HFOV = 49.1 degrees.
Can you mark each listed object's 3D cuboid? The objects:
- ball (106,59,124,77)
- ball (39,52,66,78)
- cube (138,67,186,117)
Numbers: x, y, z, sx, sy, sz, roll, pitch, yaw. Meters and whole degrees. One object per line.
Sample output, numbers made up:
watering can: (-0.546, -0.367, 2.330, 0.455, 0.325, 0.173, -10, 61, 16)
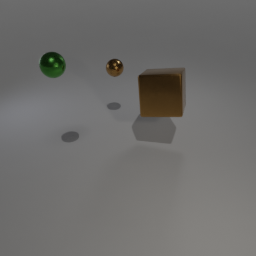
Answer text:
ball: (-0.518, -2.356, 10.968, 0.700, 0.700, 0.700, 0, 32, 0)
ball: (-2.033, -1.700, 7.565, 0.700, 0.700, 0.700, 0, 32, 0)
cube: (1.201, -1.232, 9.532, 1.400, 1.400, 1.400, 1, 20, 16)
